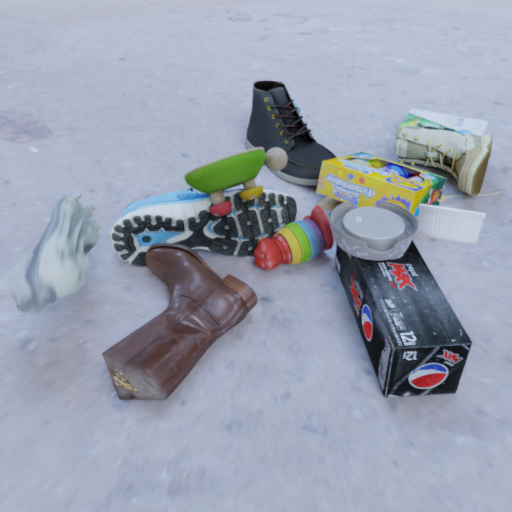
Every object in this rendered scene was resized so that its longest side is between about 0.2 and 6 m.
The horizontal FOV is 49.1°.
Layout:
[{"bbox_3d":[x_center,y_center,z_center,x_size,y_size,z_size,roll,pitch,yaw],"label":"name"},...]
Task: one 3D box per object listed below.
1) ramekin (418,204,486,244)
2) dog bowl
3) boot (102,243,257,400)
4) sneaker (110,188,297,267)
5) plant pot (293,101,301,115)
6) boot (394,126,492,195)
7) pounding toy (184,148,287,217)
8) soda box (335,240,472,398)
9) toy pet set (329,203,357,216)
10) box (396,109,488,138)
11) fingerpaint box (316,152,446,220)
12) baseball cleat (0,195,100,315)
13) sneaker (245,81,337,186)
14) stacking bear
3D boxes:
[{"bbox_3d":[2.740,-0.454,7.946,0.907,0.442,0.907,7,8,-1],"label":"ramekin"},{"bbox_3d":[1.760,-0.394,8.473,1.282,0.376,1.282,1,35,0],"label":"dog bowl"},{"bbox_3d":[-1.501,0.891,8.126,2.243,0.773,2.407,21,45,29],"label":"boot"},{"bbox_3d":[-0.901,-0.811,9.982,3.283,1.287,1.476,-5,33,-8],"label":"sneaker"},{"bbox_3d":[0.636,-3.627,14.268,0.865,0.849,0.847,-1,34,-17],"label":"plant pot"},{"bbox_3d":[3.958,-2.139,12.085,1.982,0.924,2.563,15,33,18],"label":"boot"},{"bbox_3d":[-0.288,-1.166,9.087,1.348,0.810,1.746,-16,5,35],"label":"pounding toy"},{"bbox_3d":[2.005,0.598,8.244,1.072,0.960,3.030,-2,36,-5],"label":"soda box"},{"bbox_3d":[1.868,-0.836,10.566,1.013,0.576,1.085,-23,42,-28],"label":"toy pet set"},{"bbox_3d":[4.642,-3.145,13.953,1.962,0.357,1.416,15,38,21],"label":"box"},{"bbox_3d":[2.441,-1.385,10.913,1.944,0.713,1.622,25,29,31],"label":"fingerpaint box"},{"bbox_3d":[-2.976,-0.060,8.021,1.360,0.891,2.555,-32,23,4],"label":"baseball cleat"},{"bbox_3d":[0.723,-2.725,12.289,1.136,1.614,3.038,-24,42,-29],"label":"sneaker"},{"bbox_3d":[0.571,-0.196,9.581,1.355,0.823,0.771,-24,82,-19],"label":"stacking bear"}]
